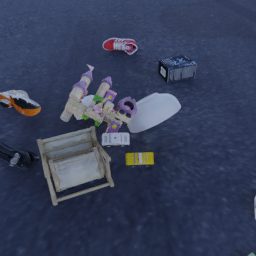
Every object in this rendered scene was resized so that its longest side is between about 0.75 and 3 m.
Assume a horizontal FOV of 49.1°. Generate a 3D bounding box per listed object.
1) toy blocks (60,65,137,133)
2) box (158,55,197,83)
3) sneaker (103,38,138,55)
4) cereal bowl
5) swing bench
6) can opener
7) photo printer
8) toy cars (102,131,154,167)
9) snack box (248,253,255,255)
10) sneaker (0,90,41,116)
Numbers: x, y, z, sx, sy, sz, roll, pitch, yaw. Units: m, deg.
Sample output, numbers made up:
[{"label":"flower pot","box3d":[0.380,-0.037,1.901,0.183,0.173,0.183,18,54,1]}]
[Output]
[{"label":"toy blocks","box3d":[-0.813,-1.044,9.488,2.189,2.342,1.972,28,60,-7]},{"label":"box","box3d":[2.378,-2.880,13.631,1.488,0.796,1.104,-13,41,-16]},{"label":"sneaker","box3d":[-0.395,-4.619,15.858,1.958,0.697,1.101,-8,36,-13]},{"label":"cereal bowl","box3d":[0.796,-0.666,10.021,2.030,0.845,2.030,-28,10,6]},{"label":"swing bench","box3d":[-1.619,1.043,8.538,1.856,1.210,1.865,-14,36,-16]},{"label":"can opener","box3d":[-3.937,0.882,9.281,2.018,0.794,0.640,14,80,22]},{"label":"photo printer","box3d":[-1.678,-0.876,11.446,1.246,0.433,1.037,-18,42,-20]},{"label":"toy cars","box3d":[-0.007,0.615,8.417,1.793,0.397,0.804,38,80,5]},{"label":"snack box","box3d":[2.921,3.451,6.239,0.746,0.278,1.049,-21,44,-24]},{"label":"sneaker","box3d":[-4.349,-1.189,11.602,2.119,0.802,0.974,20,39,21]}]
